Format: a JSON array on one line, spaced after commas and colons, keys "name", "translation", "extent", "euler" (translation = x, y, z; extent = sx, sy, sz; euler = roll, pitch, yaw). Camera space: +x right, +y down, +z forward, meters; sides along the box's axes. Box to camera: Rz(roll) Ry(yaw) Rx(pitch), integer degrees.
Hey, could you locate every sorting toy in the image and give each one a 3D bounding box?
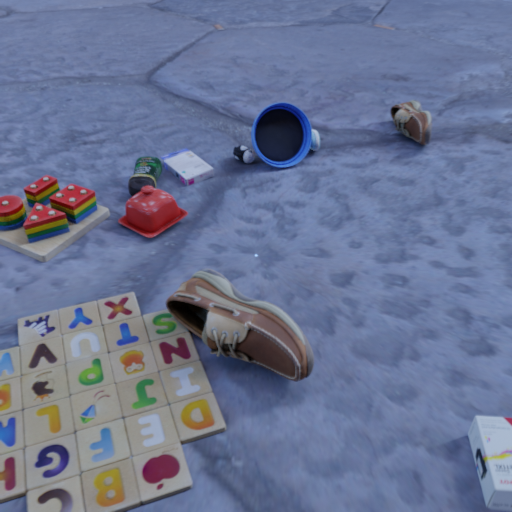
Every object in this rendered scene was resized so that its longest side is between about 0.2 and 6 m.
[{"name": "sorting toy", "translation": [-4.350, -0.890, 11.391], "extent": [1.883, 0.655, 1.872], "euler": [19, 42, 23]}]

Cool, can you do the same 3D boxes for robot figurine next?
[{"name": "robot figurine", "translation": [-0.298, -2.496, 13.719], "extent": [0.584, 0.364, 0.439], "euler": [29, 64, 33]}]

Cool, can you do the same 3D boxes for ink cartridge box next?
[{"name": "ink cartridge box", "translation": [-1.658, -2.124, 13.335], "extent": [0.759, 0.267, 1.272], "euler": [-26, 47, -26]}, {"name": "ink cartridge box", "translation": [3.208, 2.598, 7.040], "extent": [0.771, 0.438, 1.058], "euler": [3, 38, 3]}]

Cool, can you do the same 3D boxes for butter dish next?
[{"name": "butter dish", "translation": [-2.147, -1.035, 11.391], "extent": [1.123, 0.832, 1.126], "euler": [25, 46, 33]}]

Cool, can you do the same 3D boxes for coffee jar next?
[{"name": "coffee jar", "translation": [-2.513, -1.775, 12.671], "extent": [0.616, 0.504, 1.182], "euler": [0, 38, 1]}]

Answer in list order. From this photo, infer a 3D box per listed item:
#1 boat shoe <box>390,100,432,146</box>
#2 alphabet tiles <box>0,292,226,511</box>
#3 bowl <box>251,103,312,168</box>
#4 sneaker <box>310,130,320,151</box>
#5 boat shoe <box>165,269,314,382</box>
[{"name": "boat shoe", "translation": [4.021, -3.453, 14.673], "extent": [0.810, 0.854, 2.256], "euler": [-3, 28, 2]}, {"name": "alphabet tiles", "translation": [-2.362, 1.964, 8.117], "extent": [3.245, 0.123, 3.900], "euler": [-12, 39, -16]}, {"name": "bowl", "translation": [0.591, -2.879, 13.395], "extent": [1.519, 1.519, 0.298], "euler": [-13, 12, -16]}, {"name": "sneaker", "translation": [1.061, -2.983, 14.253], "extent": [0.858, 0.523, 1.314], "euler": [-8, 29, -14]}, {"name": "boat shoe", "translation": [-0.334, 1.159, 8.474], "extent": [0.997, 1.052, 2.778], "euler": [-29, 38, -34]}]
